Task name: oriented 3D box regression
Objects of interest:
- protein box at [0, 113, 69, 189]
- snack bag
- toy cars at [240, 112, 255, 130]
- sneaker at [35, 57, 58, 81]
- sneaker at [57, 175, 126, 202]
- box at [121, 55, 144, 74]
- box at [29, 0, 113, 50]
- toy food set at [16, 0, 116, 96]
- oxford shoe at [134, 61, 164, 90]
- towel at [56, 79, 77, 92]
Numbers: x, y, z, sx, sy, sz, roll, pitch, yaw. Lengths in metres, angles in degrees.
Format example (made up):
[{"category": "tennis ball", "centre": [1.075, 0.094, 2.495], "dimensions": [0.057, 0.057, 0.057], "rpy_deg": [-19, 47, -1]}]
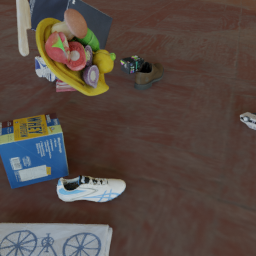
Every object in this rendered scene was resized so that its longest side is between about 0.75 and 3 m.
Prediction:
[{"category": "protein box", "centre": [-2.306, 0.540, 6.928], "dimensions": [1.403, 1.393, 0.947], "rpy_deg": [-12, 36, -17]}, {"category": "snack bag", "centre": [-1.629, 2.754, 4.675], "dimensions": [2.573, 0.292, 2.729], "rpy_deg": [0, 34, 2]}, {"category": "toy cars", "centre": [4.634, -0.094, 8.714], "dimensions": [2.170, 0.481, 0.973], "rpy_deg": [4, 24, 13]}, {"category": "sneaker", "centre": [-3.197, -2.542, 12.143], "dimensions": [1.097, 0.767, 1.899], "rpy_deg": [-16, 35, -38]}, {"category": "sneaker", "centre": [-0.836, 1.359, 6.476], "dimensions": [1.590, 0.576, 0.571], "rpy_deg": [-3, 33, -7]}, {"category": "box", "centre": [0.197, -2.864, 12.670], "dimensions": [0.880, 0.547, 0.653], "rpy_deg": [-20, 39, -27]}, {"category": "box", "centre": [-1.897, -3.384, 8.985], "dimensions": [1.914, 1.189, 1.929], "rpy_deg": [22, 11, 34]}, {"category": "toy food set", "centre": [-1.026, -1.682, 5.822], "dimensions": [0.823, 2.520, 1.483], "rpy_deg": [-19, 63, 29]}, {"category": "oxford shoe", "centre": [0.971, -2.386, 11.677], "dimensions": [0.783, 0.909, 2.154], "rpy_deg": [14, 35, 22]}, {"category": "towel", "centre": [-2.527, -1.803, 11.498], "dimensions": [0.820, 0.130, 1.139], "rpy_deg": [-6, 35, -10]}]
